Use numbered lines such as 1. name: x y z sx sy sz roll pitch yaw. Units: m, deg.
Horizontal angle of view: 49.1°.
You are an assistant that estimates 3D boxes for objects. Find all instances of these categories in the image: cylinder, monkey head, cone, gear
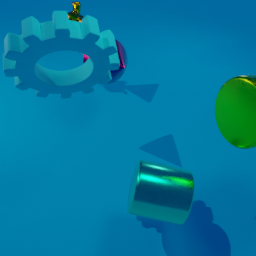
1. cylinder: 0.542 1.096 4.839 0.943 0.943 0.943 13 47 -2
2. monkey head: -1.596 -3.206 8.094 1.082 0.778 0.652 18 36 20
3. cone: -0.288 -1.338 5.854 1.052 1.052 1.056 -20 26 -18
4. gear: -0.904 -0.930 3.928 1.537 1.537 0.284 -9 67 -8
5. cylinder: 2.032 -0.275 4.162 1.043 1.043 1.043 -8 46 -21
